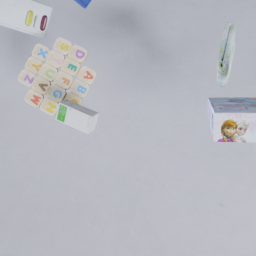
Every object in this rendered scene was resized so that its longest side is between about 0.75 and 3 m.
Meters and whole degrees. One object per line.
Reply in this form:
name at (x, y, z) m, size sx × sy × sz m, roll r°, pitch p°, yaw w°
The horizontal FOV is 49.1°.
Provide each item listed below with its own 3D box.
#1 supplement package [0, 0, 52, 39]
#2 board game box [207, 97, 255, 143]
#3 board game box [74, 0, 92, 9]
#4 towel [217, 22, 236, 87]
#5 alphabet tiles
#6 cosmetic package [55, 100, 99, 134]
supplement package at (-3.363, -3.643, 8.611) m, size 1.775 × 0.984 × 1.383 m, roll 11°, pitch 26°, yaw -26°
board game box at (2.566, -0.211, 4.817) m, size 2.257 × 0.464 × 2.252 m, roll 1°, pitch 12°, yaw 14°
board game box at (-0.386, -4.209, 6.784) m, size 0.455 × 2.097 × 2.087 m, roll 33°, pitch 45°, yaw -23°
towel at (2.650, -1.956, 7.604) m, size 0.333 × 1.183 × 1.382 m, roll 10°, pitch 79°, yaw 23°
alphabet tiles at (-1.904, -1.371, 7.426) m, size 1.945 × 0.145 × 1.988 m, roll 28°, pitch 89°, yaw 9°
cosmetic package at (-1.155, -0.266, 6.381) m, size 0.873 × 0.470 × 0.371 m, roll 22°, pitch 23°, yaw 13°
